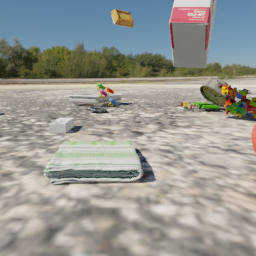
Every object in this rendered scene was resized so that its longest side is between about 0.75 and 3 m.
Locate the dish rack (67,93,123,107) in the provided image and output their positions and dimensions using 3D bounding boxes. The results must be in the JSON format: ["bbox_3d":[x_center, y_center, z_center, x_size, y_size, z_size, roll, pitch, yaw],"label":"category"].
[{"bbox_3d":[-1.600,-1.446,14.095,2.110,0.535,2.459,5,12,28],"label":"dish rack"}]

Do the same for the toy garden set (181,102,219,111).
[{"bbox_3d":[2.960,-0.880,11.811,1.209,0.289,1.450,1,11,-4],"label":"toy garden set"}]

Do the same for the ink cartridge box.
[{"bbox_3d":[2.011,-3.347,8.362,1.046,2.508,1.820,7,-25,18],"label":"ink cartridge box"}]

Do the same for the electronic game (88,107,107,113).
[{"bbox_3d":[-1.200,-0.694,11.049,0.771,0.161,0.771,8,10,-1],"label":"electronic game"}]

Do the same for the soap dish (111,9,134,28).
[{"bbox_3d":[-0.176,-3.847,9.831,0.752,0.592,0.305,0,-30,-30],"label":"soap dish"}]

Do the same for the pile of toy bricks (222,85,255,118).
[{"bbox_3d":[3.883,-0.753,9.895,0.954,1.072,1.933,-32,38,-14],"label":"pile of toy bricks"}]

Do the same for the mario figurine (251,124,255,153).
[{"bbox_3d":[2.797,0.063,3.488,2.586,1.371,1.596,4,-17,-15],"label":"mario figurine"}]

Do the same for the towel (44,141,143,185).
[{"bbox_3d":[-0.510,0.505,4.581,1.350,0.278,1.809,1,8,-4],"label":"towel"}]

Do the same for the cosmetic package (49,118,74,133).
[{"bbox_3d":[-1.763,-0.085,7.511,0.435,0.267,1.055,1,10,0],"label":"cosmetic package"}]

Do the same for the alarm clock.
[{"bbox_3d":[3.662,-1.501,11.265,1.395,0.688,2.068,39,-4,15],"label":"alarm clock"}]

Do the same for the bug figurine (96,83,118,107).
[{"bbox_3d":[-0.954,-1.609,13.096,1.116,0.370,1.439,30,26,-33],"label":"bug figurine"}]
